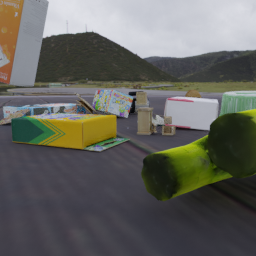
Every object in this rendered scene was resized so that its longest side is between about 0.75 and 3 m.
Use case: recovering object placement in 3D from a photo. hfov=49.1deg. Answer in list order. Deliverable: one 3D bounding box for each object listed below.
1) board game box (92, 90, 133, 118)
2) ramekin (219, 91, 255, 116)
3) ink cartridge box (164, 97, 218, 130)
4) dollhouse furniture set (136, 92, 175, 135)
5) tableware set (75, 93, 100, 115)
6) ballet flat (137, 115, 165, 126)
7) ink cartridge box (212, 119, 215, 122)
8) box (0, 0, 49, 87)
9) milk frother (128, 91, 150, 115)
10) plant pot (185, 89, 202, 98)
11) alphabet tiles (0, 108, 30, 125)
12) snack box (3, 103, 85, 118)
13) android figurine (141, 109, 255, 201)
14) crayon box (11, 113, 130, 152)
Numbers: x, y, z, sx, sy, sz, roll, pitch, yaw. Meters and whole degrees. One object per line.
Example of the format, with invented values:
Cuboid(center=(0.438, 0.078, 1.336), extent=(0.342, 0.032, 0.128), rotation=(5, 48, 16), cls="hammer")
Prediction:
Cuboid(center=(-0.714, -1.054, 11.982), extent=(0.946, 0.929, 1.804), rotation=(17, -2, -30), cls="board game box")
Cuboid(center=(4.255, -0.749, 9.840), extent=(2.000, 0.977, 2.000), rotation=(-2, 12, 0), cls="ramekin")
Cuboid(center=(2.080, -0.522, 8.995), extent=(1.514, 0.855, 2.067), rotation=(6, 10, 16), cls="ink cartridge box")
Cuboid(center=(0.773, -0.403, 7.469), extent=(0.990, 1.119, 0.622), rotation=(2, 8, 15), cls="dollhouse furniture set")
Cuboid(center=(-1.916, -0.926, 12.393), extent=(1.381, 0.419, 2.089), rotation=(44, -4, -18), cls="tableware set")
Cuboid(center=(0.835, -0.257, 9.232), extent=(1.065, 0.382, 0.382), rotation=(2, 8, 7), cls="ballet flat")
Cuboid(center=(2.372, 0.121, 5.458), extent=(1.892, 0.637, 1.108), rotation=(7, 10, 39), cls="ink cartridge box")
Cuboid(center=(-3.905, -2.958, 8.967), extent=(1.808, 2.907, 1.417), rotation=(15, 8, 10), cls="box")
Cuboid(center=(0.422, -0.952, 12.911), extent=(1.209, 1.160, 1.286), rotation=(-2, 51, -8), cls="milk frother")
Cuboid(center=(4.733, -2.036, 19.761), extent=(1.125, 1.125, 1.207), rotation=(-1, 20, -6), cls="plant pot")
Cuboid(center=(-3.917, -0.403, 9.635), extent=(0.899, 0.034, 1.081), rotation=(-10, 25, 22), cls="alphabet tiles")
Cuboid(center=(-3.350, -0.701, 11.632), extent=(1.694, 0.541, 2.916), rotation=(5, 10, 32), cls="snack box")
Cuboid(center=(1.591, 0.053, 3.013), extent=(2.875, 0.590, 2.617), rotation=(-12, -16, -34), cls="android figurine")
Cuboid(center=(-1.266, 0.020, 6.379), extent=(2.285, 0.589, 1.437), rotation=(4, 9, 24), cls="crayon box")
